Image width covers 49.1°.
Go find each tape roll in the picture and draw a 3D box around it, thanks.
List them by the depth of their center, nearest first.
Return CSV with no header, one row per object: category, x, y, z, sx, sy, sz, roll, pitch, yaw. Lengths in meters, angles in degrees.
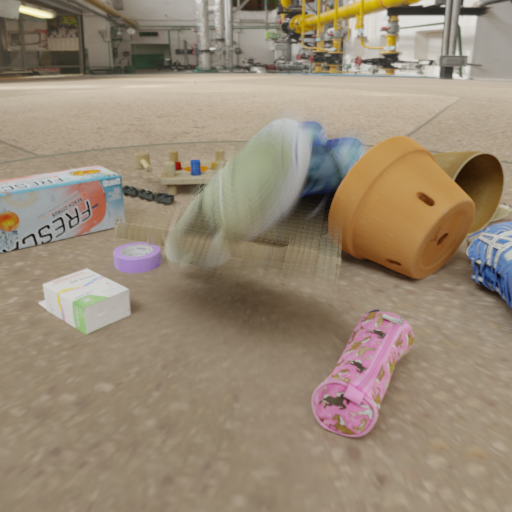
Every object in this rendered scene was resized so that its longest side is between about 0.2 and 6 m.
tape roll,-2.134,0.023,10.063,0.833,0.273,0.833,1,23,0

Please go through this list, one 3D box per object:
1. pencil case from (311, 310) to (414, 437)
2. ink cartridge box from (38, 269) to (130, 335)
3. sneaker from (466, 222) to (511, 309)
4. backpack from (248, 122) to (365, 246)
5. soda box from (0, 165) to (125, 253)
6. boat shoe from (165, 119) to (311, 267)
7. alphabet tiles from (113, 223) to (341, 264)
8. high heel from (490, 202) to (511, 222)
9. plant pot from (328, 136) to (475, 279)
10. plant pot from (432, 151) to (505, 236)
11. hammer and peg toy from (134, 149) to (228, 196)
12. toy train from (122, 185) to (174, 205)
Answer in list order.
pencil case,1.248,1.286,6.373,0.736,0.769,1.778,0,23,30
ink cartridge box,-2.620,0.611,8.399,1.374,0.463,0.805,19,29,37
sneaker,3.951,0.293,8.631,1.206,1.186,3.132,-10,16,21
backpack,0.871,-1.348,10.379,2.491,1.831,2.280,-12,-18,-33
soda box,-4.486,-0.915,11.176,3.565,1.133,1.219,-17,29,-33
boat shoe,-0.334,-0.796,8.629,0.964,3.109,1.119,-12,60,-48
alphabet tiles,-0.495,-0.122,7.178,2.580,0.098,3.101,8,-3,-15
high heel,4.969,-1.174,12.530,1.479,0.528,1.054,-1,27,22
plant pot,2.580,-0.664,9.564,2.273,2.273,1.591,-18,46,-36
plant pot,3.933,-1.477,11.878,1.703,1.703,1.828,-13,24,-29
hammer and peg toy,-1.916,-2.142,14.478,2.479,0.874,1.824,-2,24,-5
toy train,-2.662,-1.517,13.729,1.653,0.282,0.378,15,24,31
